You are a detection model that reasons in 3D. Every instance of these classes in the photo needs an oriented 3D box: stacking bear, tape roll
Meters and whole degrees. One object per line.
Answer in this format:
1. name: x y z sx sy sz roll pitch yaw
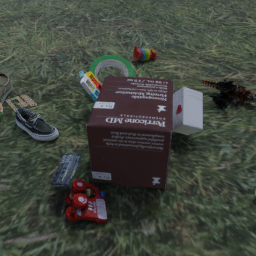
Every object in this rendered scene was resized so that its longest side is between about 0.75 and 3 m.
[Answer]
1. stacking bear: 1.062 -4.335 16.496 1.363 0.775 0.828 -7 57 -24
2. tape roll: -0.794 -2.523 13.584 2.186 0.525 2.186 3 64 -5

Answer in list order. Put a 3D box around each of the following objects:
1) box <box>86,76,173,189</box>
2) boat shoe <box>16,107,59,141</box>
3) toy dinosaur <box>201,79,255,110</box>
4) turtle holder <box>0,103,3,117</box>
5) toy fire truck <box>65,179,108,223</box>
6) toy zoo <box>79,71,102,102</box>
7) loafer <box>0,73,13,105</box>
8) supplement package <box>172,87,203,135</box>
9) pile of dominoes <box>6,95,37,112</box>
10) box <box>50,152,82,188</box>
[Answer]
1. box: 0.211 0.051 9.485 2.481 2.456 2.991 5 38 6
2. boat shoe: -3.733 -0.187 11.129 2.241 0.795 0.808 21 43 24
3. toy dinosaur: 4.644 -1.671 13.040 2.566 1.311 1.742 4 19 36
4. turtle holder: -5.816 -0.656 11.755 0.958 1.261 0.896 30 38 -14
5. toy fire truck: -1.204 2.168 8.310 1.135 0.758 1.351 16 31 -23
6. toy zoo: -1.401 -1.647 11.965 0.196 1.918 1.258 -29 22 22
7. loafer: -6.182 -1.931 13.196 1.065 0.986 2.832 -6 39 -8
8. supplement package: 2.245 -0.628 10.821 0.915 0.927 1.528 13 69 -23
9. pile of dominoes: -4.936 -1.222 12.932 1.024 0.209 1.314 -27 46 -30
10. box: -1.896 1.290 8.597 0.836 0.270 1.060 -14 49 48
